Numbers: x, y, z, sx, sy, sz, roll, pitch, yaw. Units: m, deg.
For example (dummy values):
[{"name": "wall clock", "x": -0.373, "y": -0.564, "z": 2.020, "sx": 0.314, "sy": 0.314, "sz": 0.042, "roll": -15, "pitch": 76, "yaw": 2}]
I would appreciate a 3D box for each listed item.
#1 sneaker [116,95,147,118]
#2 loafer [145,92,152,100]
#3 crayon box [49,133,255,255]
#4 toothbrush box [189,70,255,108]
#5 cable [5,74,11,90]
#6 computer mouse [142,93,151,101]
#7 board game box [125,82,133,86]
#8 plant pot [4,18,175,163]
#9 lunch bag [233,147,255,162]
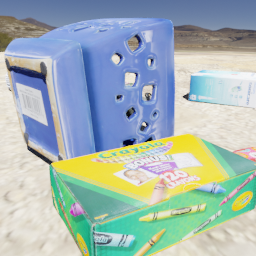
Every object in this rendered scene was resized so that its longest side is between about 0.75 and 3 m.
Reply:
[{"name": "sneaker", "x": -0.342, "y": -1.052, "z": 9.721, "sx": 2.871, "sy": 1.097, "sz": 1.644, "roll": 7, "pitch": 26, "yaw": 35}, {"name": "loafer", "x": 0.920, "y": -1.316, "z": 11.667, "sx": 0.351, "sy": 0.350, "sz": 1.004, "roll": 6, "pitch": 20, "yaw": 17}, {"name": "crayon box", "x": 0.422, "y": 0.912, "z": 4.340, "sx": 2.819, "sy": 0.821, "sz": 1.675, "roll": -11, "pitch": 21, "yaw": -28}, {"name": "toothbrush box", "x": 4.071, "y": -1.696, "z": 11.607, "sx": 2.616, "sy": 1.116, "sz": 1.915, "roll": 12, "pitch": 22, "yaw": 27}, {"name": "cable", "x": -4.770, "y": -2.473, "z": 14.183, "sx": 2.639, "sy": 0.914, "sz": 2.639, "roll": 1, "pitch": 19, "yaw": 2}, {"name": "computer mouse", "x": 0.466, "y": -1.071, "z": 10.827, "sx": 0.229, "sy": 0.572, "sz": 1.043, "roll": -20, "pitch": 17, "yaw": -39}, {"name": "board game box", "x": -0.738, "y": -1.501, "z": 11.748, "sx": 2.079, "sy": 0.641, "sz": 2.080, "roll": 12, "pitch": 22, "yaw": 31}, {"name": "plant pot", "x": -0.903, "y": -0.774, "z": 6.261, "sx": 2.682, "sy": 2.983, "sz": 2.984, "roll": -23, "pitch": 29, "yaw": -37}, {"name": "lunch bag", "x": 2.763, "y": 0.818, "z": 4.747, "sx": 1.560, "sy": 0.725, "sz": 1.771, "roll": -9, "pitch": 19, "yaw": -32}]
